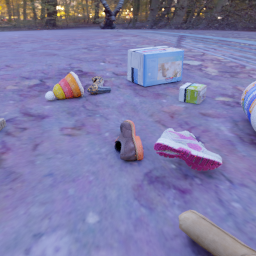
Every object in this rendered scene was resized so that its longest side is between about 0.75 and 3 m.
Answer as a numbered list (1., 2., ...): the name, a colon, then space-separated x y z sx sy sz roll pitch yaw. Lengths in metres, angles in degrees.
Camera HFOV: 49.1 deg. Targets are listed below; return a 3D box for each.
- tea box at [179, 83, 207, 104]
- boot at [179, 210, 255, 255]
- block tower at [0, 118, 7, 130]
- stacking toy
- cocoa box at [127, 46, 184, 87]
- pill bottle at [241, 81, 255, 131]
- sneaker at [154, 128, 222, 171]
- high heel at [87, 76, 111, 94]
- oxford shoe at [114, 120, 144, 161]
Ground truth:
1. tea box: 2.600 -1.396 11.224 0.863 0.586 0.877 14 28 27
2. boot: 1.284 1.671 3.851 1.533 0.507 1.342 28 -6 44
3. block tower: -4.056 0.006 8.404 0.307 0.287 1.062 1 23 3
4. stacking toy: -2.656 -1.522 11.402 1.501 1.097 1.097 -28 32 -15
5. cocoa box: 1.360 -3.088 13.842 2.372 1.582 1.556 -14 27 -29
6. pill bottle: 4.212 -0.475 8.129 1.394 1.394 2.488 4 24 10
7. sneaker: 1.420 0.435 6.391 1.574 0.640 0.694 23 56 -1
8. high heel: -1.587 -1.970 12.529 1.114 0.558 1.563 -9 33 -34
9. oxford shoe: -0.083 0.273 7.419 0.639 0.627 1.761 -9 25 -8
